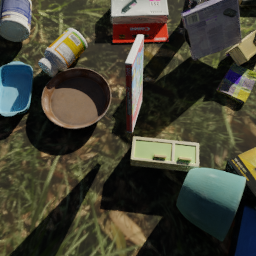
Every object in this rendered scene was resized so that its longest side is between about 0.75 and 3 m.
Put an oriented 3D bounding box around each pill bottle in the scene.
[{"bbox_3d":[-2.907,-3.291,12.383,1.176,1.176,2.117,34,71,14],"label":"pill bottle"},{"bbox_3d":[-5.292,-5.484,13.206,1.399,1.399,2.521,-4,67,-2],"label":"pill bottle"}]

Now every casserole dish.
[{"bbox_3d":[-4.874,-1.611,12.020,1.625,0.520,2.682,-1,66,0],"label":"casserole dish"}]

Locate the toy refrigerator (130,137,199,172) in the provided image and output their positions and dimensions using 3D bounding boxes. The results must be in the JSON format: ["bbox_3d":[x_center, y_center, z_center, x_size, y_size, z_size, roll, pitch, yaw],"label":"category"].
[{"bbox_3d":[1.378,0.998,10.688,2.505,0.876,0.951,7,66,2],"label":"toy refrigerator"}]

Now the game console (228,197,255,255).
[{"bbox_3d":[4.915,3.925,8.930,1.780,2.585,2.999,31,66,-23],"label":"game console"}]

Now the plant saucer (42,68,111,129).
[{"bbox_3d":[-2.149,-1.217,11.863,2.905,0.500,2.905,0,67,-1],"label":"plant saucer"}]

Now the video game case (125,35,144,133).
[{"bbox_3d":[0.232,-1.436,9.341,0.234,2.685,1.919,8,43,10],"label":"video game case"}]

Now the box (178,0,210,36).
[{"bbox_3d":[3.286,-5.917,12.985,0.587,2.161,2.697,27,70,12],"label":"box"}]

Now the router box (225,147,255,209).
[{"bbox_3d":[5.158,1.908,10.047,2.066,0.686,2.628,-23,53,-9],"label":"router box"}]

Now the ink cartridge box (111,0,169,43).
[{"bbox_3d":[0.559,-5.286,13.571,2.775,0.604,2.409,-2,65,-1],"label":"ink cartridge box"}]

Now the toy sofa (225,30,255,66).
[{"bbox_3d":[5.492,-3.686,12.782,1.998,0.975,0.828,-38,94,-20],"label":"toy sofa"}]

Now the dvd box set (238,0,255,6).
[{"bbox_3d":[6.557,-7.529,14.645,1.914,0.385,2.616,-2,66,0],"label":"dvd box set"}]

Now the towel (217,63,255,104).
[{"bbox_3d":[4.862,-1.999,12.351,1.326,0.210,1.846,30,70,13],"label":"towel"}]

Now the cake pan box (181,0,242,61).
[{"bbox_3d":[3.580,-4.282,12.035,2.362,2.175,0.618,-20,37,10],"label":"cake pan box"}]

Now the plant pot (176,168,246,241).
[{"bbox_3d":[2.698,2.368,9.472,1.774,2.211,2.211,21,68,19],"label":"plant pot"}]
